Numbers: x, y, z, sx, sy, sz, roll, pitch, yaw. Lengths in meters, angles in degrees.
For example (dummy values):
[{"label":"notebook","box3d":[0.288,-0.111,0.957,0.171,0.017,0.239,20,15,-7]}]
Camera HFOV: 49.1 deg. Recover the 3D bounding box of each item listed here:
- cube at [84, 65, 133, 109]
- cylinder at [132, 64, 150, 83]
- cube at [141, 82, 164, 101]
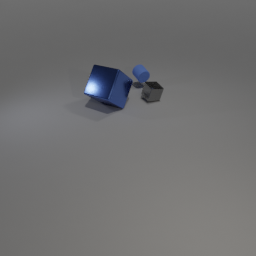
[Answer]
[{"label":"cube","box3d":[-0.850,-1.835,12.517,1.400,1.400,1.400,17,-3,29]},{"label":"cylinder","box3d":[0.679,-2.841,14.623,0.700,0.700,0.700,-14,47,-22]},{"label":"cube","box3d":[1.162,-1.756,13.410,0.700,0.700,0.700,-6,40,-30]}]
